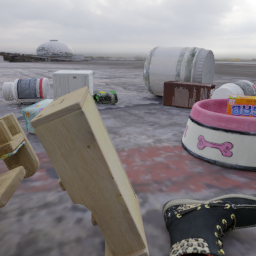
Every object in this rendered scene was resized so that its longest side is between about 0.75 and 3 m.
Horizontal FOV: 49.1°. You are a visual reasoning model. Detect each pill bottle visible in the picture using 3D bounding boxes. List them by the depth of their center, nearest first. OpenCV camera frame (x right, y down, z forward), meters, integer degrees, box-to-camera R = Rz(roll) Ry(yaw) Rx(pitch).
[{"bbox_3d":[4.024,-1.183,10.626,1.105,1.105,1.940,15,21,41],"label":"pill bottle"},{"bbox_3d":[-4.364,-1.600,12.101,1.804,1.079,1.079,-2,16,-5],"label":"pill bottle"}]

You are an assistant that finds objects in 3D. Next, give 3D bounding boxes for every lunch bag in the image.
[{"bbox_3d":[-2.060,-0.363,8.198,1.283,0.919,1.507,7,23,26],"label":"lunch bag"}]

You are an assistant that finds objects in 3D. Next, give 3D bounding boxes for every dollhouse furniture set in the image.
[{"bbox_3d":[-1.433,0.960,3.398,2.812,1.868,2.465,-22,16,3],"label":"dollhouse furniture set"}]

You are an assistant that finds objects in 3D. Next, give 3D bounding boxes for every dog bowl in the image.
[{"bbox_3d":[2.759,-0.017,6.739,2.864,1.056,2.864,-1,16,0],"label":"dog bowl"}]

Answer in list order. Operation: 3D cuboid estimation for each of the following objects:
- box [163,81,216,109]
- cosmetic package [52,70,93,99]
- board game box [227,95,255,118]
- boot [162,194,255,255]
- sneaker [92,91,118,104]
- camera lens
[{"bbox_3d":[2.453,-1.340,11.391,1.998,1.000,0.749,11,20,30],"label":"box"},{"bbox_3d":[-2.436,-1.883,12.634,1.591,1.331,1.323,0,16,1],"label":"cosmetic package"},{"bbox_3d":[2.740,-0.320,6.550,0.811,0.811,0.811,6,13,20],"label":"board game box"},{"bbox_3d":[1.107,1.274,3.353,1.373,0.496,1.037,-3,18,7],"label":"boot"},{"bbox_3d":[-1.000,-1.268,12.129,1.464,0.571,0.624,4,21,45],"label":"sneaker"},{"bbox_3d":[2.394,-2.682,13.457,2.988,2.390,2.390,10,19,29],"label":"camera lens"}]
